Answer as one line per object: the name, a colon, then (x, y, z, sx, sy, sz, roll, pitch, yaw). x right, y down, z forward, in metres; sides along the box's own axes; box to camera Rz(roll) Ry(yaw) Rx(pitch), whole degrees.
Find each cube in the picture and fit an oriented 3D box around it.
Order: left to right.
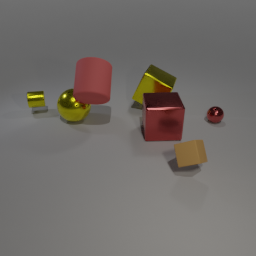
cube: (1.217, -1.812, 12.768, 1.400, 1.400, 1.400, 28, 33, 1)
cube: (1.302, -0.457, 10.750, 1.400, 1.400, 1.400, -2, 31, -2)
cube: (1.897, 0.761, 8.453, 0.700, 0.700, 0.700, -16, -10, 32)

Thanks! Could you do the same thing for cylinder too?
cylinder: (-4.020, -1.261, 12.295, 0.700, 0.700, 0.700, -6, 30, -13)
cylinder: (-1.341, -1.771, 10.747, 1.400, 1.400, 1.400, 3, -14, 1)

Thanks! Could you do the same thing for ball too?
ball: (-2.248, -0.951, 11.704, 1.400, 1.400, 1.400, 0, 30, 0)
ball: (3.654, -0.563, 11.725, 0.700, 0.700, 0.700, 0, 30, 0)
